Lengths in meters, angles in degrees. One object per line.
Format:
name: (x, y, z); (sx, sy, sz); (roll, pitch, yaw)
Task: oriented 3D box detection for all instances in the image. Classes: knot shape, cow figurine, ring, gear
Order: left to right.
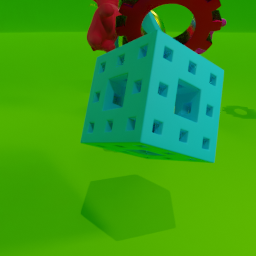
cow figurine: (-0.584, -2.749, 7.117); (0.906, 1.651, 1.624); (20, 14, -31)
ring: (0.438, -2.923, 9.376); (0.408, 2.042, 2.042); (-15, 26, -42)
gear: (0.678, -1.809, 4.829); (1.764, 1.764, 0.326); (0, 56, 0)
knot shape: (2.619, -3.245, 9.178); (0.721, 1.561, 1.460); (39, 45, 14)

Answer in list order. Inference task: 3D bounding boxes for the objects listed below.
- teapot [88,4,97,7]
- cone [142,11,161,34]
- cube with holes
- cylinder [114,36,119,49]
teapot: (-0.948, -4.712, 9.951); (0.580, 1.184, 0.736); (30, 16, -30)
cone: (0.271, -2.222, 7.505); (1.335, 1.330, 1.330); (-26, 14, 18)
cube with holes: (0.291, -0.257, 3.398); (1.134, 1.134, 1.134); (17, -13, -36)
cylinder: (0.043, -3.921, 12.556); (1.176, 1.176, 1.176); (-17, 38, -38)
